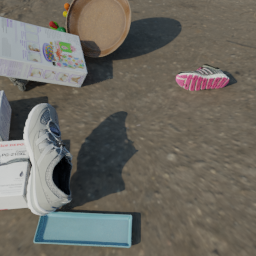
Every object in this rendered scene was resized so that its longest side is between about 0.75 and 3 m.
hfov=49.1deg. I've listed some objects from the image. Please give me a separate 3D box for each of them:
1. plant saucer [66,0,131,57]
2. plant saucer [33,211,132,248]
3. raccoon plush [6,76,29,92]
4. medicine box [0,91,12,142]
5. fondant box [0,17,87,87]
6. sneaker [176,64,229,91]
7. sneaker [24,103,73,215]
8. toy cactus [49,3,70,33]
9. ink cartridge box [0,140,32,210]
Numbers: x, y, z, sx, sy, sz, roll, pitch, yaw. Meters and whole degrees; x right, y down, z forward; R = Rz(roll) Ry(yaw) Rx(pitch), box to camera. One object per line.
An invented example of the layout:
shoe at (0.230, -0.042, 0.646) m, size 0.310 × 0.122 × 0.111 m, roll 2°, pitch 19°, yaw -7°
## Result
plant saucer at (-1.166, -4.321, 11.497) m, size 2.911 × 2.911 × 0.532 m, roll 21°, pitch 8°, yaw 17°
plant saucer at (-1.073, 2.519, 6.920) m, size 2.332 × 0.221 × 0.815 m, roll 2°, pitch 48°, yaw 1°
raccoon plush at (-4.662, -2.001, 10.714) m, size 2.300 × 1.113 × 1.541 m, roll -18°, pitch 59°, yaw 21°
medicine box at (-4.684, -0.202, 8.814) m, size 1.637 × 0.925 × 1.798 m, roll -9°, pitch 47°, yaw -7°
fondant box at (-3.152, -2.707, 10.188) m, size 2.995 × 0.872 × 2.161 m, roll 4°, pitch 52°, yaw -29°
sneaker at (2.731, -1.955, 10.560) m, size 2.004 × 0.739 × 0.877 m, roll -2°, pitch 47°, yaw -7°
sneaker at (-1.868, 0.671, 7.239) m, size 1.197 × 1.091 × 2.920 m, roll -19°, pitch 69°, yaw 26°
toy cactus at (-2.313, -4.205, 12.320) m, size 2.784 × 1.423 × 2.297 m, roll 16°, pitch 59°, yaw 3°
ink cartridge box at (-3.287, 1.244, 7.670) m, size 1.306 × 0.761 × 1.804 m, roll -4°, pitch 49°, yaw -4°
